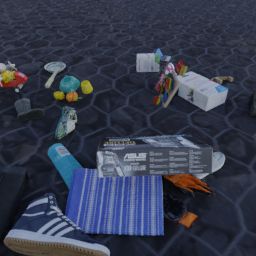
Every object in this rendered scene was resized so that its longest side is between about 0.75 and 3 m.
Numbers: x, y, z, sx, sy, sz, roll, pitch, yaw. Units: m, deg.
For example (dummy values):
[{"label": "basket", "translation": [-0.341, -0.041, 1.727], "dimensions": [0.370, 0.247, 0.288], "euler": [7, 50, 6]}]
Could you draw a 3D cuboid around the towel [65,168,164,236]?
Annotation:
[{"label": "towel", "translation": [-0.349, 1.886, 7.489], "dimensions": [2.563, 0.306, 1.856], "euler": [0, 51, 5]}]

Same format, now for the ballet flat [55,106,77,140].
[{"label": "ballet flat", "translation": [-2.257, -0.233, 10.509], "dimensions": [0.696, 0.696, 1.876], "euler": [-1, 39, -1]}]

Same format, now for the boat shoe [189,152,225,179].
[{"label": "boat shoe", "translation": [2.541, 1.067, 8.790], "dimensions": [1.542, 0.549, 0.538], "euler": [-26, 44, -31]}]

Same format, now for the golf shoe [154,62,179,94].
[{"label": "golf shoe", "translation": [1.945, -2.303, 13.259], "dimensions": [1.082, 0.853, 2.351], "euler": [26, 42, -2]}]

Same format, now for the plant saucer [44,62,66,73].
[{"label": "plant saucer", "translation": [-3.814, -3.132, 14.701], "dimensions": [1.098, 0.276, 1.098], "euler": [0, 37, 0]}]

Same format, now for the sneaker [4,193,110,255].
[{"label": "sneaker", "translation": [-1.535, 2.385, 6.743], "dimensions": [2.501, 0.877, 1.357], "euler": [5, 38, 12]}]

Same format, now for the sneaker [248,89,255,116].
[{"label": "sneaker", "translation": [5.449, -0.977, 11.611], "dimensions": [0.789, 0.660, 1.738], "euler": [19, 47, 9]}]

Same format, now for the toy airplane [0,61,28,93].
[{"label": "toy airplane", "translation": [-5.762, -2.331, 12.760], "dimensions": [1.828, 1.295, 1.836], "euler": [-28, 43, -33]}]

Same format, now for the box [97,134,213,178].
[{"label": "box", "translation": [0.634, 0.742, 8.213], "dimensions": [2.987, 0.743, 2.355], "euler": [-2, 7, -2]}]

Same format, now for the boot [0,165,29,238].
[{"label": "boot", "translation": [-4.017, 1.996, 7.065], "dimensions": [2.272, 0.905, 2.757], "euler": [15, 40, -9]}]

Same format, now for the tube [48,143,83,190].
[{"label": "tube", "translation": [-1.695, 1.331, 8.499], "dimensions": [0.857, 0.558, 2.214], "euler": [-32, 53, -21]}]

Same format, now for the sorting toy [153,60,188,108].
[{"label": "sorting toy", "translation": [1.400, -1.483, 9.987], "dimensions": [0.355, 2.102, 1.013], "euler": [17, 38, -16]}]

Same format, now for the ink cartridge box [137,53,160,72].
[{"label": "ink cartridge box", "translation": [1.028, -3.399, 14.569], "dimensions": [1.178, 0.853, 0.495], "euler": [-2, 36, -1]}]

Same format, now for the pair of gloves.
[{"label": "pair of gloves", "translation": [1.458, 1.910, 7.853], "dimensions": [1.589, 0.220, 1.783], "euler": [20, 42, 33]}]

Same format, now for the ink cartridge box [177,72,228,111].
[{"label": "ink cartridge box", "translation": [3.099, -1.673, 12.341], "dimensions": [1.234, 0.727, 2.144], "euler": [-22, 42, -27]}]

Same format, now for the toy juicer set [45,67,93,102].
[{"label": "toy juicer set", "translation": [-2.869, -1.825, 12.768], "dimensions": [2.352, 0.640, 1.496], "euler": [28, 63, 28]}]

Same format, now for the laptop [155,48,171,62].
[{"label": "laptop", "translation": [2.025, -4.171, 15.951], "dimensions": [0.803, 0.466, 0.752], "euler": [11, 39, 15]}]

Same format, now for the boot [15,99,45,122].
[{"label": "boot", "translation": [-4.038, -0.796, 11.481], "dimensions": [1.162, 0.464, 1.278], "euler": [-9, 31, -16]}]

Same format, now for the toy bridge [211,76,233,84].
[{"label": "toy bridge", "translation": [4.382, -2.309, 13.656], "dimensions": [1.457, 0.198, 0.490], "euler": [-15, 36, -20]}]
